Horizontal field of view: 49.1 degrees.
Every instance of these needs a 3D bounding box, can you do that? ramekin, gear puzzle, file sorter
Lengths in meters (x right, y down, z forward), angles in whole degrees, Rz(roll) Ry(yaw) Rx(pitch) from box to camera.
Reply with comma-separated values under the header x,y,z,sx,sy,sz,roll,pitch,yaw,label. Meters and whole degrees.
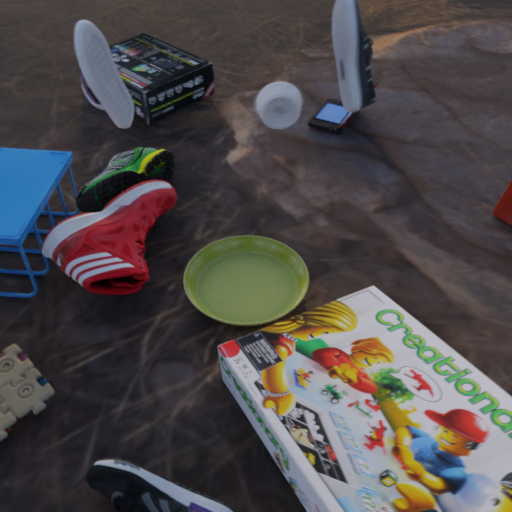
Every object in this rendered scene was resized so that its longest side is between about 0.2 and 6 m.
x,y,z,sx,sy,sz,roll,pitch,yaw,label
0.411,-2.616,9.903,0.820,0.820,0.382,-2,45,-3,ramekin
-4.292,2.490,8.065,2.651,0.347,1.373,-36,56,-29,gear puzzle
-4.571,-0.653,10.467,1.782,1.576,2.569,4,43,4,file sorter

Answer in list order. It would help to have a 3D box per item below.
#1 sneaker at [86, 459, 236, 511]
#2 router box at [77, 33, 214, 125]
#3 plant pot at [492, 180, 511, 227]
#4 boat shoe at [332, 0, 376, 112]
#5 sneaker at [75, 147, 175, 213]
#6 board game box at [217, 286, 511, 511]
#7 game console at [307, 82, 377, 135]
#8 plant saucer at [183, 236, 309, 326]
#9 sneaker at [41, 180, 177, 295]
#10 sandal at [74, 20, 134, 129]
x,y,z,sx,sy,sz,roll,pitch,yaw,label
-1.315,3.251,6.912,2.100,0.795,0.919,15,50,16,sneaker
-3.053,-4.981,15.517,3.147,0.978,2.358,34,52,31,router box
5.967,-1.118,11.135,1.514,1.513,1.334,-20,56,-21,plant pot
1.580,-3.197,8.883,0.517,1.825,0.626,-19,38,-8,boat shoe
-2.905,-1.585,12.052,1.102,1.009,2.586,16,36,26,sneaker
1.720,2.237,7.319,2.897,0.794,4.590,-19,35,-20,board game box
2.216,-3.907,14.425,1.337,0.921,1.552,19,46,19,game console
-0.176,0.482,10.153,2.243,0.349,2.243,-1,43,0,plant saucer
-2.312,-0.218,10.657,1.746,1.184,3.022,45,52,13,sneaker
-2.806,-3.067,9.926,0.561,2.282,0.929,1,60,11,sandal
